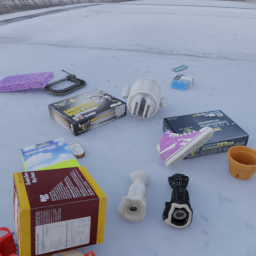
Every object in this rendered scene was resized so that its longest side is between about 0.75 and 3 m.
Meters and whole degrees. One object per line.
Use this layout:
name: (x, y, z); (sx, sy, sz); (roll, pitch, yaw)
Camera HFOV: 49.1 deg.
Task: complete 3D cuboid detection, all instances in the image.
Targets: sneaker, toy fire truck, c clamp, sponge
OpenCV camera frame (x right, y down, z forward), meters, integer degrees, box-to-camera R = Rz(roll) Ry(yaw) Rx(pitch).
sneaker: (1.669, 0.304, 8.688); (1.811, 0.656, 1.033); (-36, 61, 14)
toy fire truck: (-1.906, 2.768, 5.741); (1.826, 0.631, 2.589); (-22, 35, -38)
c clamp: (-3.328, -2.267, 14.357); (2.129, 0.338, 2.492); (21, 35, 21)
sponge: (-5.172, -2.331, 13.996); (2.604, 0.388, 1.453); (-5, 30, 9)

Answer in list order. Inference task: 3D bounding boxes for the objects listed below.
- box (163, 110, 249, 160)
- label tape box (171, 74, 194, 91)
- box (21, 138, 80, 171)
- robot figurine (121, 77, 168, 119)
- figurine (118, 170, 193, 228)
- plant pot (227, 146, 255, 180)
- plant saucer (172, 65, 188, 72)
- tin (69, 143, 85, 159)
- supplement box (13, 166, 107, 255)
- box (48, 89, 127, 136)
box: (2.690, 0.165, 10.003); (2.411, 0.615, 1.901); (-9, 34, -11)
label tape box: (2.773, -2.354, 14.353); (0.865, 0.399, 1.208); (17, 34, 25)
box: (-2.206, 1.252, 8.293); (1.467, 0.573, 2.405); (-16, 35, -24)
robot figurine: (0.708, -1.289, 11.733); (1.960, 1.305, 2.311); (17, 33, -1)
figurine: (0.777, 1.715, 7.529); (1.837, 0.791, 1.792); (5, 24, 9)
plant pot: (3.465, 1.098, 8.441); (0.989, 0.692, 0.989); (0, 31, 0)
plant saucer: (3.070, -3.507, 16.514); (0.392, 0.106, 1.120); (28, 42, 37)
tin: (-1.737, 0.764, 9.516); (0.439, 0.164, 0.784); (-13, 33, -27)
supplement box: (-1.607, 1.769, 6.306); (1.723, 1.144, 1.699); (-2, 17, -26)
box: (-1.641, -0.744, 11.504); (2.547, 0.616, 2.017); (-24, 39, -34)
